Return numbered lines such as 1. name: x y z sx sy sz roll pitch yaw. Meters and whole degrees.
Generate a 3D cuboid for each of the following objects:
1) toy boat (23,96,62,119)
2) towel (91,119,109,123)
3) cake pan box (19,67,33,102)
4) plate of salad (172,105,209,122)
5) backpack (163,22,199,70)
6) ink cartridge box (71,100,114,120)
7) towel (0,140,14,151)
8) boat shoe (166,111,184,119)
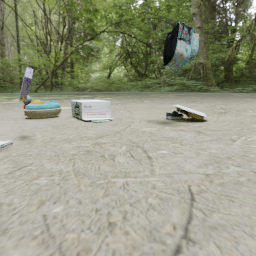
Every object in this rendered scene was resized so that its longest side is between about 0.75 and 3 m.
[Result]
1. toy boat: -5.044 -1.188 15.495 2.469 1.147 2.075 8 13 37
2. towel: -1.351 -0.344 13.667 0.584 0.090 0.766 8 12 43
3. cake pan box: -3.385 -1.452 9.307 0.252 0.886 0.962 15 24 -23
4. plate of salad: 3.118 -0.749 14.151 1.919 0.461 1.919 18 8 -3
5. backpack: 2.278 -3.445 12.351 1.353 1.764 1.551 21 -16 -13
6. ink cartridge box: -1.916 -1.002 14.866 1.589 0.929 2.739 -4 9 -25
7. towel: -4.110 0.524 8.191 1.099 0.185 1.150 0 9 2
8. boat shoe: 2.499 -0.704 14.767 1.215 0.431 0.438 -8 12 -38
